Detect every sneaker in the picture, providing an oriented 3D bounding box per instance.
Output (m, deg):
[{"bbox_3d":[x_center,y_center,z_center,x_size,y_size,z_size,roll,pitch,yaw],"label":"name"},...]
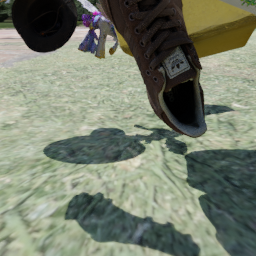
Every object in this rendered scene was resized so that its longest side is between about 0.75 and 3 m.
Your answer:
[{"bbox_3d":[0.511,-1.125,3.640,1.042,2.957,1.117,-30,37,-1],"label":"sneaker"}]

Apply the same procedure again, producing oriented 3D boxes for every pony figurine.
[{"bbox_3d":[-0.643,-2.586,6.908,1.359,1.631,1.575,32,17,29],"label":"pony figurine"}]

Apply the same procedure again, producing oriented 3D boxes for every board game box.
[{"bbox_3d":[1.338,-1.650,2.635,1.633,1.031,0.283,-10,58,-43],"label":"board game box"}]

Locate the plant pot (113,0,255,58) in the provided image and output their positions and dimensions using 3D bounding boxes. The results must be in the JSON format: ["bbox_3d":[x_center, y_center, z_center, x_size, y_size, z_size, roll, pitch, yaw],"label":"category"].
[{"bbox_3d":[0.845,-2.284,5.207,2.208,2.158,2.144,-18,0,18],"label":"plant pot"}]

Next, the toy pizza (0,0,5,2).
[{"bbox_3d":[-2.776,-3.399,6.211,2.205,0.349,2.205,-5,60,10],"label":"toy pizza"}]

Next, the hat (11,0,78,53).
[{"bbox_3d":[-1.958,-2.713,7.037,1.785,1.785,0.720,5,3,12],"label":"hat"}]
